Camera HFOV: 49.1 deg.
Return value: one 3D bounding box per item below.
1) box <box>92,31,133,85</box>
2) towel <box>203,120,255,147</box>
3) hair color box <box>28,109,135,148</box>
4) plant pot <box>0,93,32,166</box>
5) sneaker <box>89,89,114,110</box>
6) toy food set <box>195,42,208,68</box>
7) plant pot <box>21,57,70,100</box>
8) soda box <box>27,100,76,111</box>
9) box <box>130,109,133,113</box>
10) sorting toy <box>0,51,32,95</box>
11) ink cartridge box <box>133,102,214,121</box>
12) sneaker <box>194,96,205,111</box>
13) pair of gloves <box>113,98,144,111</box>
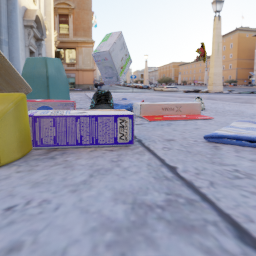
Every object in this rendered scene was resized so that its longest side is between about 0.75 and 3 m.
[{"bbox_3d":[-0.422,-2.110,8.429,0.610,1.112,1.261,-3,42,25],"label":"box"},{"bbox_3d":[3.300,0.103,7.138,1.950,0.316,2.655,5,10,36],"label":"towel"},{"bbox_3d":[-1.143,-0.032,6.533,2.414,0.782,1.319,0,8,-10],"label":"hair color box"},{"bbox_3d":[-2.449,0.086,4.857,1.182,1.182,1.042,-1,20,-3],"label":"plant pot"},{"bbox_3d":[-1.056,-0.822,10.455,1.111,1.168,2.948,0,10,-9],"label":"sneaker"},{"bbox_3d":[2.124,-2.183,8.234,0.293,0.527,0.896,-3,38,7],"label":"toy food set"},{"bbox_3d":[-4.138,-2.116,13.871,1.883,2.666,1.884,3,10,21],"label":"plant pot"},{"bbox_3d":[-2.855,-0.386,8.329,2.595,0.908,0.823,-1,9,-9],"label":"soda box"},{"bbox_3d":[0.413,-0.958,14.100,1.022,0.298,1.493,5,10,32],"label":"box"},{"bbox_3d":[-3.019,-0.986,5.953,1.336,1.344,0.468,-34,52,-6],"label":"sorting toy"},{"bbox_3d":[1.817,-0.753,11.762,2.754,0.616,2.426,-2,8,-13],"label":"ink cartridge box"},{"bbox_3d":[3.938,-1.373,15.417,0.631,0.754,1.703,1,7,14],"label":"sneaker"},{"bbox_3d":[-0.458,-1.128,13.750,2.176,0.308,2.707,0,19,24],"label":"pair of gloves"}]
